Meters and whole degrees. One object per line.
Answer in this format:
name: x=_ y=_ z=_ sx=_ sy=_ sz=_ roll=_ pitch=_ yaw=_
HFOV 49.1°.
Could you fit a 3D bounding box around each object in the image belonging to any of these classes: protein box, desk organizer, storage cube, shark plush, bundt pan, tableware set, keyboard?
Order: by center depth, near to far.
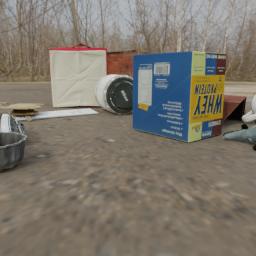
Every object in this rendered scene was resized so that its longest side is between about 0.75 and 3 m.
bundt pan: x=-2.295 y=0.414 z=4.608 sx=1.254 sy=0.471 sz=1.254 roll=-1 pitch=11 yaw=0
shark plush: x=2.796 y=0.145 z=5.622 sx=1.981 sy=0.900 sz=0.825 roll=18 pitch=51 yaw=44
protein box: x=1.218 y=-0.853 z=7.078 sx=1.326 sy=1.966 sz=1.952 roll=-9 pitch=15 yaw=-39
desk organizer: x=3.128 y=-0.585 z=8.790 sx=0.869 sy=0.810 sz=2.258 roll=8 pitch=14 yaw=26
tableware set: x=-4.170 y=-0.547 z=9.403 sx=2.456 sy=0.492 sz=1.623 roll=2 pitch=10 yaw=2
keyboard: x=-2.527 y=-0.494 z=9.956 sx=2.903 sy=0.155 sz=0.817 roll=-7 pitch=14 yaw=-31
storage cube: x=-2.185 y=-2.455 z=13.099 sx=2.482 sy=2.903 sz=2.610 roll=0 pitch=17 yaw=-5

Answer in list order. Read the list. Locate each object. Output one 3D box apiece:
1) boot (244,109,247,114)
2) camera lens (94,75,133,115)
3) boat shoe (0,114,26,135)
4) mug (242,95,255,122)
boot: x=4.123 y=-0.693 z=10.353 sx=0.386 sy=0.396 sz=1.049 roll=8 pitch=12 yaw=41
camera lens: x=-0.442 y=-1.305 z=10.677 sx=1.438 sy=1.438 sz=1.797 roll=-4 pitch=12 yaw=-21
boat shoe: x=-2.612 y=0.087 z=6.372 sx=0.536 sy=0.545 sz=1.511 roll=3 pitch=20 yaw=-26
mug: x=4.122 y=-0.545 z=8.440 sx=1.398 sy=1.032 sz=1.225 roll=-28 pitch=1 yaw=27
